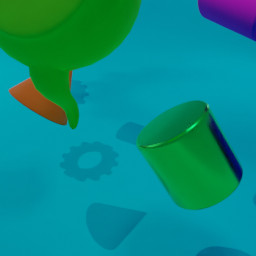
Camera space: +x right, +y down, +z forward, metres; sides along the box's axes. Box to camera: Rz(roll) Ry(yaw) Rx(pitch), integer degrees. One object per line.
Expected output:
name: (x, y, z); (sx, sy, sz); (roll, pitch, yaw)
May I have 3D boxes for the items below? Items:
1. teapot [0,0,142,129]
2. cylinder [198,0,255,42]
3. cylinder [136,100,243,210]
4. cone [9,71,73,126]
teapot: (-0.431, -0.931, 2.062); (1.208, 1.943, 0.951); (10, 6, 19)
cylinder: (1.623, -1.803, 3.791); (0.961, 0.961, 0.961); (-26, 51, -30)
cylinder: (0.740, 0.315, 3.414); (0.963, 0.963, 0.963); (-31, 17, 10)
cone: (-1.049, -0.687, 4.091); (0.944, 0.944, 0.947); (37, 95, 39)
